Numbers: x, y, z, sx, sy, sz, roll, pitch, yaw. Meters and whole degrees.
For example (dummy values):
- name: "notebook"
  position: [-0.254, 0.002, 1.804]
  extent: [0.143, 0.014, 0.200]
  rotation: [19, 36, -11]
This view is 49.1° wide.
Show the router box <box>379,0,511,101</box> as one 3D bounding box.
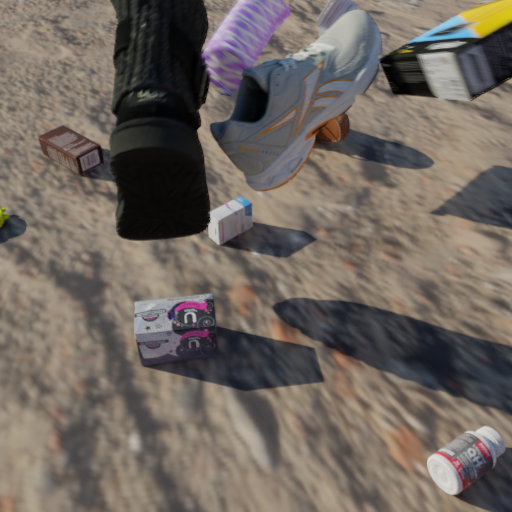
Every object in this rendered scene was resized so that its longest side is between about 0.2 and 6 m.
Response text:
- name: "router box"
  position: [2.718, -2.585, 6.762]
  extent: [1.782, 0.610, 2.389]
  rotation: [-28, 18, 3]

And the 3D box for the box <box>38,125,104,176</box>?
- name: "box"
  position: [-3.896, -2.229, 11.777]
  extent: [1.322, 0.496, 0.662]
  rotation: [31, 51, 28]

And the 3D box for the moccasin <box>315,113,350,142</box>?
- name: "moccasin"
  position: [0.794, -3.104, 12.332]
  extent: [2.810, 1.028, 1.085]
  rotation: [31, 54, 29]

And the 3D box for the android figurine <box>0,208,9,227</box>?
- name: "android figurine"
  position: [-5.062, -0.605, 10.178]
  extent: [1.070, 0.220, 0.974]
  rotation: [-26, 48, -25]

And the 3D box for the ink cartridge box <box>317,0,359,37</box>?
- name: "ink cartridge box"
  position: [1.454, -3.990, 9.743]
  extent: [0.400, 1.180, 0.684]
  rotation: [35, 93, 15]

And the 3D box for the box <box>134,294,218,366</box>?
- name: "box"
  position: [-1.125, 1.050, 7.960]
  extent: [1.124, 0.743, 0.645]
  rotation: [-6, 43, -7]

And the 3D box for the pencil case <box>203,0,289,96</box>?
- name: "pencil case"
  position: [-0.188, -4.023, 10.307]
  extent: [0.968, 0.950, 2.263]
  rotation: [11, 57, 18]

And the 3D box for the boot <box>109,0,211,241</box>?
- name: "boot"
  position: [-1.247, -1.779, 7.382]
  extent: [1.289, 3.425, 2.561]
  rotation: [-2, 72, -12]

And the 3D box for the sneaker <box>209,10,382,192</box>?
- name: "sneaker"
  position: [0.527, -2.235, 7.230]
  extent: [2.787, 1.282, 1.055]
  rotation: [-55, 37, -6]

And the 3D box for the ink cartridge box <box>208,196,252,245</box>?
- name: "ink cartridge box"
  position: [-0.463, -0.627, 9.939]
  extent: [0.783, 0.566, 0.332]
  rotation: [-32, 51, -30]

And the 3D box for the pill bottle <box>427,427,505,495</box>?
- name: "pill bottle"
  position: [2.517, 2.401, 6.662]
  extent: [0.880, 0.487, 0.487]
  rotation: [-23, 47, -23]
